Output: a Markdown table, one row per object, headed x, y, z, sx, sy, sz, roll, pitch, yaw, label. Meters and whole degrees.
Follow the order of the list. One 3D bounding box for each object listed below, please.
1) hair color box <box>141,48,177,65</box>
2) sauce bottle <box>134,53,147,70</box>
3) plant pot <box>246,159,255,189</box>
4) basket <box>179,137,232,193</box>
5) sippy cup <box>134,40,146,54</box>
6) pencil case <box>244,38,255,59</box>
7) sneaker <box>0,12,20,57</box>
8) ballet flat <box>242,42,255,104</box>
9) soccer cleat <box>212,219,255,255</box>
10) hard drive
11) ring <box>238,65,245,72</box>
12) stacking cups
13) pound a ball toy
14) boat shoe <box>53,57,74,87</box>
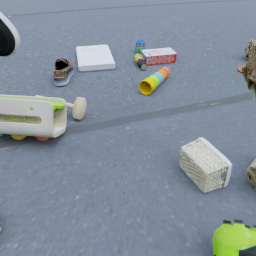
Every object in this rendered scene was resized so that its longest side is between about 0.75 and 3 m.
| x | y | z | sx | sy | sz | roll | pitch | yaw | label |
| --- | --- | --- | --- | --- | --- | --- | --- | --- | --- |
| 1.367 | -3.231 | 12.612 | 1.437 | 0.459 | 0.797 | -7 | 37 | -12 | hair color box |
| 0.549 | -2.885 | 12.224 | 0.382 | 0.382 | 1.156 | -8 | 39 | -12 | sauce bottle |
| 3.418 | 0.904 | 6.378 | 1.203 | 1.314 | 1.314 | -33 | 46 | -22 | plant pot |
| 1.796 | 0.885 | 6.697 | 0.699 | 0.769 | 1.134 | -18 | 40 | -17 | basket |
| 0.607 | -3.904 | 13.441 | 0.607 | 0.567 | 0.773 | -14 | 38 | -19 | sippy cup |
| 6.382 | -3.464 | 12.513 | 2.085 | 0.933 | 0.811 | 3 | 59 | 3 | pencil case |
| -3.607 | -2.018 | 5.074 | 2.877 | 1.051 | 1.609 | 32 | 33 | -9 | sneaker |
| 1.501 | -0.494 | 2.982 | 0.613 | 0.568 | 1.740 | 7 | 1 | 27 | ballet flat |
| 2.745 | 2.341 | 4.701 | 2.727 | 0.921 | 1.105 | 12 | 69 | 1 | soccer cleat |
| -1.513 | -3.199 | 12.692 | 1.545 | 0.297 | 2.341 | -7 | 36 | -9 | hard drive |
| 5.075 | -2.453 | 11.862 | 0.839 | 0.081 | 0.839 | 1 | 35 | 0 | ring |
| 1.064 | -1.851 | 10.731 | 0.569 | 0.569 | 1.882 | 18 | 35 | 23 | stacking cups |
| -2.833 | -0.315 | 8.243 | 2.874 | 1.221 | 1.874 | 4 | 11 | 6 | pound a ball toy |
| -2.576 | -2.432 | 11.273 | 0.722 | 0.724 | 2.000 | -3 | 36 | -4 | boat shoe |
